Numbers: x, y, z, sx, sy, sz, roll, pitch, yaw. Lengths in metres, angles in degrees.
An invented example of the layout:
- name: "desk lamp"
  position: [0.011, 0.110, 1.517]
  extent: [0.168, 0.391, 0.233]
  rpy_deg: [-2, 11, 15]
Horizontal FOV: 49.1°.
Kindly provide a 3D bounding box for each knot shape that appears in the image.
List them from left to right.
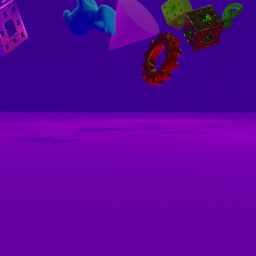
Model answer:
- name: "knot shape"
  position: [3.809, -4.174, 10.774]
  extent: [0.554, 1.198, 1.121]
  rpy_deg: [34, -31, -2]

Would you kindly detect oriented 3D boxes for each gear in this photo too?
- name: "gear"
  position: [1.267, -2.715, 11.084]
  extent: [0.384, 2.074, 2.074]
  rpy_deg: [14, -4, -30]

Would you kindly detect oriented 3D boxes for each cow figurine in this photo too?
- name: "cow figurine"
  position: [-0.793, -2.236, 5.892]
  extent: [1.119, 1.101, 0.614]
  rpy_deg: [-31, -17, 30]

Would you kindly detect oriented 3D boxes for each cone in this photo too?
- name: "cone"
  position: [-0.140, -3.140, 9.267]
  extent: [1.662, 1.662, 1.668]
  rpy_deg: [-4, -28, -49]

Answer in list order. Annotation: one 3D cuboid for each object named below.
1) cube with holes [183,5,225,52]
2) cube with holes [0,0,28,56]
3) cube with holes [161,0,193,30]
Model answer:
- name: "cube with holes"
  position: [2.066, -2.754, 7.782]
  extent: [0.771, 0.771, 0.771]
  rpy_deg: [-19, -27, -5]
- name: "cube with holes"
  position: [-3.798, -2.860, 7.910]
  extent: [1.136, 1.136, 1.136]
  rpy_deg: [10, 45, 16]
- name: "cube with holes"
  position: [1.742, -4.023, 9.710]
  extent: [0.741, 0.741, 0.741]
  rpy_deg: [-27, -17, 38]
